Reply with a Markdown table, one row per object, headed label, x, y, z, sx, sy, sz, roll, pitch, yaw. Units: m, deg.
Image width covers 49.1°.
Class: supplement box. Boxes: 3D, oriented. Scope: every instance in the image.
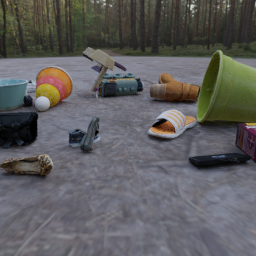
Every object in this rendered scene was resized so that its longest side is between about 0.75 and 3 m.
| label | x | y | z | sx | sy | sz | roll | pitch | yaw |
| --- | --- | --- | --- | --- | --- | --- | --- | --- | --- |
| supplement box | 3.222 | 0.365 | 6.594 | 0.787 | 0.611 | 1.426 | -1 | 17 | -3 |

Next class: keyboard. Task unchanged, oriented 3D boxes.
| label | x | y | z | sx | sy | sz | roll | pitch | yaw |
| --- | --- | --- | --- | --- | --- | --- | --- | --- | --- |
| keyboard | 2.065 | 0.709 | 6.184 | 1.259 | 0.162 | 0.756 | -5 | 4 | -13 |

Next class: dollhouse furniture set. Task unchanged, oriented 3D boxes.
| label | x | y | z | sx | sy | sz | roll | pitch | yaw |
| --- | --- | --- | --- | --- | --- | --- | --- | --- | --- |
| dollhouse furniture set | -1.281 | -1.889 | 9.433 | 1.655 | 1.482 | 2.088 | 31 | 7 | 8 |

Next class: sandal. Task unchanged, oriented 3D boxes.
| label | x | y | z | sx | sy | sz | roll | pitch | yaw |
| --- | --- | --- | --- | --- | --- | --- | --- | --- | --- |
| sandal | 1.391 | -0.264 | 8.515 | 0.887 | 0.663 | 2.314 | 12 | 21 | 34 |

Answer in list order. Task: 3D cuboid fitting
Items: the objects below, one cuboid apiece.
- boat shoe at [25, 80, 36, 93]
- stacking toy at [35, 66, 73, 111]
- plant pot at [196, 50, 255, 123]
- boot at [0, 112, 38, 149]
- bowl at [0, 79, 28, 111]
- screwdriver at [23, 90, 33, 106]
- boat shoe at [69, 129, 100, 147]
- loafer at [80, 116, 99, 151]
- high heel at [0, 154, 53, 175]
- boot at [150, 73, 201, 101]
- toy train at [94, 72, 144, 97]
| label | x | y | z | sx | sy | sz | roll | pitch | yaw |
| --- | --- | --- | --- | --- | --- | --- | --- | --- | --- |
| boat shoe | -5.077 | -2.271 | 14.950 | 0.694 | 0.630 | 1.886 | 12 | 21 | 34 |
| stacking toy | -3.253 | -1.436 | 11.462 | 1.635 | 1.635 | 2.237 | 1 | 32 | 3 |
| plant pot | 3.642 | -1.109 | 9.116 | 2.180 | 2.371 | 2.371 | 13 | 18 | 2 |
| boot | -3.573 | -0.204 | 7.958 | 1.988 | 0.898 | 2.426 | -5 | 25 | -8 |
| bowl | -5.039 | -1.320 | 11.211 | 2.034 | 1.064 | 2.034 | 1 | 18 | 0 |
| screwdriver | -4.630 | -1.410 | 12.715 | 0.409 | 0.392 | 2.813 | -38 | 27 | -12 |
| boat shoe | -1.141 | 0.215 | 7.417 | 0.905 | 0.411 | 0.320 | -13 | 22 | -36 |
| loafer | -0.885 | 0.159 | 7.132 | 0.328 | 0.375 | 1.043 | 12 | 54 | 11 |
| high heel | -2.023 | 0.769 | 5.542 | 0.844 | 0.423 | 1.185 | -5 | 1 | -36 |
| boot | 2.419 | -1.941 | 13.184 | 2.165 | 1.069 | 2.789 | 7 | 18 | 19 |
| toy train | -0.414 | -2.139 | 14.098 | 2.483 | 1.058 | 1.415 | -4 | 30 | -19 |
